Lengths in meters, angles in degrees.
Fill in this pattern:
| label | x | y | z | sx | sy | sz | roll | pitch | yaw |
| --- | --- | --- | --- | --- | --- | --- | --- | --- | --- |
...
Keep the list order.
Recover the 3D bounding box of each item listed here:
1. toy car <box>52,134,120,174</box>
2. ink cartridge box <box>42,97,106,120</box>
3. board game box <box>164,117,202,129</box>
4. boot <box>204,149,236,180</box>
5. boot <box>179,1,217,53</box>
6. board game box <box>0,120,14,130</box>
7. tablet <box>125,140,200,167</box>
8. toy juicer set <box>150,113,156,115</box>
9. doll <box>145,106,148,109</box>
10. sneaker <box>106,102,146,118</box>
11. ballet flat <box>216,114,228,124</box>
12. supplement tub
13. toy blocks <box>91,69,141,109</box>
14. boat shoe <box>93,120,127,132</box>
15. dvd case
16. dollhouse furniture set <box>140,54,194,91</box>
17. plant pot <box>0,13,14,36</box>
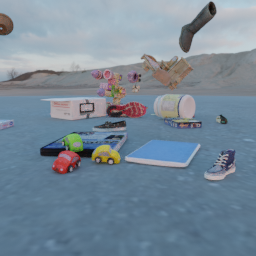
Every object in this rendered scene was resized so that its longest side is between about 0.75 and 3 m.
| label | x | y | z | sx | sy | sz | roll | pitch | yaw |
| --- | --- | --- | --- | --- | --- | --- | --- | --- | --- |
| toy car | -1.055 | 0.427 | 6.037 | 1.501 | 0.335 | 1.412 | -5 | 24 | -34 |
| ink cartridge box | -2.763 | -1.031 | 14.432 | 1.733 | 1.013 | 2.987 | 7 | 11 | 39 |
| board game box | 2.239 | -0.224 | 11.623 | 1.019 | 0.260 | 1.505 | -2 | 9 | -12 |
| boot | 1.706 | 0.654 | 5.176 | 0.344 | 0.427 | 0.945 | 7 | 11 | 40 |
| boot | 2.236 | -3.195 | 8.950 | 0.484 | 1.213 | 1.334 | 17 | -23 | -32 |
| board game box | -5.381 | -0.130 | 10.968 | 1.280 | 0.263 | 1.277 | 1 | 9 | 6 |
| tablet | 0.917 | 0.572 | 6.702 | 1.363 | 0.143 | 2.094 | 4 | 10 | 21 |
| toy juicer set | 1.826 | -0.813 | 15.486 | 0.673 | 0.288 | 1.058 | -6 | 10 | -35 |
| doll | 1.230 | -1.492 | 20.382 | 0.519 | 0.185 | 0.761 | 1 | 9 | -2 |
| sneaker | -0.060 | -0.994 | 14.859 | 2.095 | 0.844 | 0.782 | 1 | 6 | 13 |
| ballet flat | 4.170 | -0.399 | 12.569 | 0.368 | 0.366 | 1.077 | -12 | 7 | 8 |
| supplement tub | 2.216 | -0.993 | 13.442 | 1.697 | 1.230 | 1.230 | 8 | 12 | 44 |
| toy blocks | -1.103 | -2.344 | 17.591 | 2.944 | 2.751 | 2.478 | 7 | 5 | 28 |
| boat shoe | -0.669 | -0.076 | 10.264 | 1.295 | 0.367 | 0.445 | -3 | 9 | -22 |
| dvd case | -1.036 | 0.396 | 7.642 | 1.776 | 0.218 | 2.489 | 0 | 9 | 8 |
| dollhouse furniture set | 1.016 | -2.002 | 8.189 | 1.718 | 0.839 | 1.465 | 27 | 27 | -42 |
| plant pot | -4.534 | -3.645 | 10.032 | 0.823 | 0.823 | 0.380 | -3 | 46 | -21 |
